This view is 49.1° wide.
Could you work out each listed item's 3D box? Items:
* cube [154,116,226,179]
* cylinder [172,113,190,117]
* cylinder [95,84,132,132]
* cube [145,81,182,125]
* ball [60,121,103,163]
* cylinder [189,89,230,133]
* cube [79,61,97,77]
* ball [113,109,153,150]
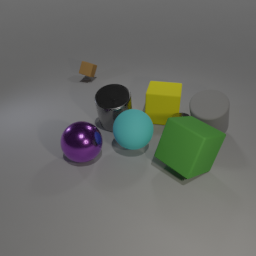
[{"bbox_3d":[1.948,0.551,8.862,1.400,1.400,1.400,-5,30,-47],"label":"cube"},{"bbox_3d":[2.094,-0.157,11.096,0.700,0.700,0.700,-3,27,2],"label":"cylinder"},{"bbox_3d":[-0.536,-0.787,11.150,1.400,1.400,1.400,-2,52,3],"label":"cylinder"},{"bbox_3d":[1.516,-1.070,11.964,1.400,1.400,1.400,6,32,10],"label":"cube"},{"bbox_3d":[-1.556,0.468,9.424,1.400,1.400,1.400,0,31,0],"label":"ball"},{"bbox_3d":[3.076,-0.501,10.575,1.400,1.400,1.400,-8,54,12],"label":"cylinder"},{"bbox_3d":[-2.216,-3.266,15.571,0.700,0.700,0.700,19,12,9],"label":"cube"},{"bbox_3d":[0.178,0.049,9.685,1.400,1.400,1.400,0,31,0],"label":"ball"}]
